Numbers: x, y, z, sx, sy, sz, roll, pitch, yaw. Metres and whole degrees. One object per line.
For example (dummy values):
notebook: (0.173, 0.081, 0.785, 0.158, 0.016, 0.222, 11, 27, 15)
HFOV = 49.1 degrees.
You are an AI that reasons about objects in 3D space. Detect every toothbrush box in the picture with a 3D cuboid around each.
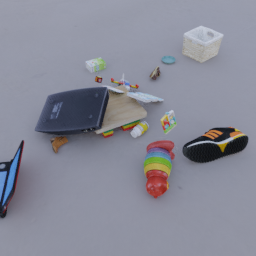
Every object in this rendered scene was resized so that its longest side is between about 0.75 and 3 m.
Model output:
toothbrush box: (-1.745, -3.430, 15.236, 0.923, 0.398, 0.672, -22, 47, -20)

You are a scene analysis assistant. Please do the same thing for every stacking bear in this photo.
stacking bear: (1.041, 1.471, 9.639, 1.047, 1.118, 1.841, 1, 50, 12)

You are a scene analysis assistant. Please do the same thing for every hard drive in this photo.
hard drive: (-2.183, -0.627, 11.198, 2.970, 0.629, 2.003, -4, 57, 26)

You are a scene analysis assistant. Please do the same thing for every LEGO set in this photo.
LEGO set: (0.024, -1.923, 12.780, 2.972, 0.729, 2.220, 23, 16, 23)

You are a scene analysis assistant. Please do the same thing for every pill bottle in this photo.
pill bottle: (0.470, 0.069, 11.484, 0.420, 0.420, 0.755, 32, 52, 29)

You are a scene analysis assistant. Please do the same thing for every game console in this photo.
game console: (-4.351, 1.648, 9.135, 1.940, 1.336, 2.251, -5, 43, -5)

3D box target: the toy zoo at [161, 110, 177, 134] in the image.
toy zoo: (1.235, -0.207, 8.534, 0.499, 0.761, 0.078, -40, 48, -15)

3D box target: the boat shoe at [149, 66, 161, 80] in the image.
boat shoe: (1.487, -2.849, 14.677, 0.434, 0.435, 1.207, 38, 36, -5)

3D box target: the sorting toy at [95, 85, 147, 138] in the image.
sorting toy: (-0.714, -0.658, 11.988, 2.256, 0.785, 2.242, -20, 47, -19)

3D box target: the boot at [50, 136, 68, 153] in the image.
boot: (-2.672, 0.631, 11.022, 0.638, 0.315, 0.822, -12, 37, -19)

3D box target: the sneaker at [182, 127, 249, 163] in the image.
sneaker: (3.174, 0.540, 10.752, 2.655, 0.928, 1.195, -10, 31, -13)

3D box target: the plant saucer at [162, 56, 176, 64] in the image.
plant saucer: (2.290, -3.837, 15.856, 0.797, 0.143, 0.797, -1, 43, 0)

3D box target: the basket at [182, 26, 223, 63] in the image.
basket: (4.199, -4.770, 15.982, 1.650, 1.327, 1.635, -30, 51, -29)
